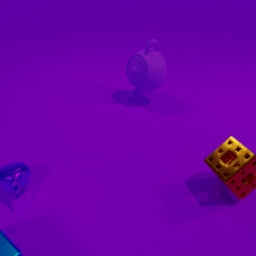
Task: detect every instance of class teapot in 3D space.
[{"bbox_3d":[-2.147,0.970,5.299,0.652,0.513,1.048,-14,17,-22],"label":"teapot"},{"bbox_3d":[0.442,-1.625,8.200,0.990,2.022,1.257,-11,44,-40],"label":"teapot"}]

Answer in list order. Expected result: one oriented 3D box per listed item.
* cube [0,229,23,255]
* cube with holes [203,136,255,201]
[{"bbox_3d":[-2.086,1.749,3.459,1.143,1.143,1.143,37,53,16],"label":"cube"},{"bbox_3d":[2.045,0.759,5.312,0.718,0.718,0.718,-43,34,5],"label":"cube with holes"}]
